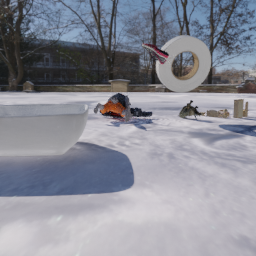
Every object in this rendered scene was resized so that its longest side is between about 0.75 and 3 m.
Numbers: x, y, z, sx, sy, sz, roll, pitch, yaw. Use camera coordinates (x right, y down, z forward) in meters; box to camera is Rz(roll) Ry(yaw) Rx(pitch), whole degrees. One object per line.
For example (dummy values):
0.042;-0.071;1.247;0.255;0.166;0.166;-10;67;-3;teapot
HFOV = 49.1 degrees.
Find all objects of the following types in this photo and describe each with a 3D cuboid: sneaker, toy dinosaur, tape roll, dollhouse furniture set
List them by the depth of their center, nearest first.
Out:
1.087;-3.181;11.867;1.320;0.493;0.532;39;36;24;sneaker
2.648;-3.032;13.393;2.689;2.689;0.491;-2;27;-12;tape roll
2.876;-0.826;13.784;0.894;0.673;1.749;-46;21;-31;toy dinosaur
5.031;-1.079;14.639;1.625;0.931;1.906;-8;12;-41;dollhouse furniture set

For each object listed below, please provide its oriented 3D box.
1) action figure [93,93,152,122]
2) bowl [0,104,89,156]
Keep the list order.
-0.189;-1.099;13.549;2.732;1.429;2.643;2;18;7;action figure
-2.543;-0.012;7.531;2.943;1.098;2.939;0;9;-5;bowl
